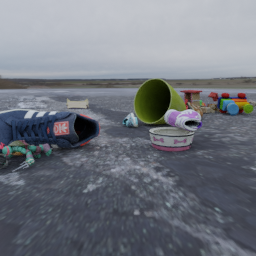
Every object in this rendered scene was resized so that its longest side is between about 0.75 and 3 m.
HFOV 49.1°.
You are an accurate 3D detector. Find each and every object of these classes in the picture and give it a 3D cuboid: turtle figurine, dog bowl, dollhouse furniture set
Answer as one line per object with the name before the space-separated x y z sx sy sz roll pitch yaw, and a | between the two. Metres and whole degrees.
turtle figurine | -2.102 0.502 5.533 0.799 0.538 1.068 6 6 33
dog bowl | 1.086 0.271 6.993 1.129 0.416 1.129 0 9 0
dollhouse furniture set | 3.557 -1.292 13.673 2.125 1.144 0.864 -8 13 -37

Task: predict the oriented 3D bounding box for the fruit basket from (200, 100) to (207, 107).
fruit basket | 3.796 -1.140 14.920 1.279 0.600 1.185 12 3 -30

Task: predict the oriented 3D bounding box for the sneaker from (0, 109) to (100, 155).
sneaker | -1.813 0.029 6.286 2.727 1.022 1.152 -8 4 -45

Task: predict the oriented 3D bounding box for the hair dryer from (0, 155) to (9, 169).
hair dryer | -3.439 0.519 5.595 2.038 0.727 2.676 12 11 -19

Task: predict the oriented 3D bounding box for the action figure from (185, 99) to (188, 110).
action figure | 2.246 -0.783 11.947 0.590 0.466 1.803 11 33 8

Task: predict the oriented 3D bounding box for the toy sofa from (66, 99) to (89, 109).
toy sofa | -2.871 -1.320 15.962 1.220 0.595 0.505 -1 -15 -2

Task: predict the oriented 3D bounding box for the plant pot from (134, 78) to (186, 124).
plant pot | 1.396 -0.843 10.567 1.646 1.646 1.759 9 -2 41

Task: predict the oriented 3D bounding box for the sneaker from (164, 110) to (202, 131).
sneaker | 1.652 -0.139 7.219 1.401 0.508 0.799 -4 20 -45

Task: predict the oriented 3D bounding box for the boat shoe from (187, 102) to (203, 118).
boat shoe | 2.842 -0.687 12.010 0.627 0.642 1.697 6 19 4

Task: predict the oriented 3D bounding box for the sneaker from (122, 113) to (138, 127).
sneaker | 0.016 -0.290 10.117 0.485 0.436 1.124 -5 11 -12

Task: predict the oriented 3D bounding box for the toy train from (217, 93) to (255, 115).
toy train | 5.568 -1.068 13.305 2.289 0.969 1.324 0 21 -2
